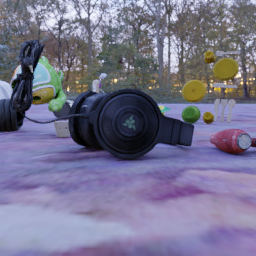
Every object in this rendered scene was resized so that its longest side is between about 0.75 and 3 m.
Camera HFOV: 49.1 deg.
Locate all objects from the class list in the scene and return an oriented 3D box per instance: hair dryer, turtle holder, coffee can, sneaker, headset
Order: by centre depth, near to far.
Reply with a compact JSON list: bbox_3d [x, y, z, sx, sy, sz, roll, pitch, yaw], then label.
[{"bbox_3d":[-0.261,-0.304,4.408,2.959,1.390,1.827,9,-1,-34],"label":"headset"},{"bbox_3d":[1.952,0.282,4.465,1.422,0.386,1.083,10,-7,39],"label":"hair dryer"},{"bbox_3d":[-2.089,-0.919,6.514,1.018,1.339,0.951,-17,16,35],"label":"turtle holder"},{"bbox_3d":[-3.701,-0.440,8.071,1.419,1.011,2.860,0,11,-20],"label":"sneaker"},{"bbox_3d":[-2.650,-0.782,11.873,0.782,0.782,1.068,0,5,4],"label":"coffee can"}]

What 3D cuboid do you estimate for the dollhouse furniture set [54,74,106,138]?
[{"bbox_3d":[-1.132,-0.615,7.119,1.593,1.427,2.011,-2,7,-18],"label":"dollhouse furniture set"}]

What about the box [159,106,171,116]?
[{"bbox_3d":[0.113,-0.425,9.147,1.387,0.572,2.364,-13,11,-42],"label":"box"}]

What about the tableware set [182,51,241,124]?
[{"bbox_3d":[2.791,-1.389,9.579,1.807,2.682,0.412,6,-13,25],"label":"tableware set"}]

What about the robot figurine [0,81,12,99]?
[{"bbox_3d":[-5.237,-1.101,11.061,2.353,1.567,2.775,-17,9,-9],"label":"robot figurine"}]
